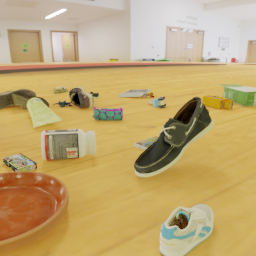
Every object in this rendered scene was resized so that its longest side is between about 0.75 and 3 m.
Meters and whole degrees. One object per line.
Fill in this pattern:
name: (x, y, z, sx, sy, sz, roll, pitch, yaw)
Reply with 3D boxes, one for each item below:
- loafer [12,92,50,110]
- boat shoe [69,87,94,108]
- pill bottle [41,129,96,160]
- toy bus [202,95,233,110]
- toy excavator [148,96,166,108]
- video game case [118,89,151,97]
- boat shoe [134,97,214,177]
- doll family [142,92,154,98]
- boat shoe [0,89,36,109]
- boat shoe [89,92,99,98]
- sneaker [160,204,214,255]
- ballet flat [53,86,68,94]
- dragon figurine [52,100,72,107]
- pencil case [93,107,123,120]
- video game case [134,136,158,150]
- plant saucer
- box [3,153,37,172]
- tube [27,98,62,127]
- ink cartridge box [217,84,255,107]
loafer: (-4.955, -1.262, 14.314, 2.049, 0.691, 0.779, 21, 26, 12)
boat shoe: (-2.698, -1.642, 15.072, 0.851, 0.944, 2.626, -6, 23, -33)
pill bottle: (-1.732, 0.478, 8.272, 1.520, 0.880, 0.880, -2, 17, -10)
toy bus: (4.717, -1.349, 14.751, 0.634, 0.527, 1.619, -9, 19, -27)
toy excavator: (1.492, -1.386, 15.041, 1.078, 0.539, 1.049, -3, 14, 20)
video game case: (0.472, -2.264, 18.115, 1.483, 0.187, 2.071, 2, 17, 24)
boat shoe: (1.144, 0.207, 7.516, 2.838, 0.960, 1.019, -39, 29, -24)
doll family: (1.265, -2.059, 17.307, 0.826, 0.372, 0.513, -9, 17, -20)
boat shoe: (-6.201, -1.616, 14.996, 2.524, 0.956, 0.906, -12, 19, -39)
boat shoe: (-2.291, -2.097, 17.476, 1.088, 0.368, 0.391, 7, 20, 25)
sneaker: (1.101, 1.663, 4.933, 0.562, 0.593, 1.468, 12, 20, 38)
ballet flat: (-4.553, -2.630, 19.057, 0.469, 0.469, 1.326, 11, 20, 31)
dragon figurine: (-3.491, -1.273, 14.903, 1.010, 0.297, 0.502, -5, 18, -21)
pencil case: (-0.872, -0.633, 12.275, 1.314, 0.607, 0.559, 1, 47, -2)
video game case: (0.920, 0.556, 9.305, 1.096, 0.125, 0.997, -16, 24, -40)
plant saucer: (-2.478, 1.591, 5.473, 2.606, 0.421, 2.606, -1, 17, 0)
box: (-3.030, 0.983, 7.826, 0.547, 0.173, 0.995, -16, 23, -42)
tube: (-3.836, -0.625, 12.278, 0.775, 0.866, 2.984, 37, -2, -34)
ink cartridge box: (6.499, -1.946, 16.166, 1.445, 0.825, 2.783, -5, 18, -16)
